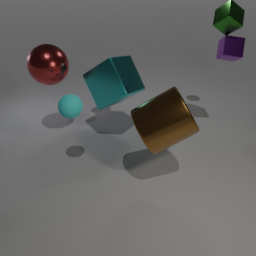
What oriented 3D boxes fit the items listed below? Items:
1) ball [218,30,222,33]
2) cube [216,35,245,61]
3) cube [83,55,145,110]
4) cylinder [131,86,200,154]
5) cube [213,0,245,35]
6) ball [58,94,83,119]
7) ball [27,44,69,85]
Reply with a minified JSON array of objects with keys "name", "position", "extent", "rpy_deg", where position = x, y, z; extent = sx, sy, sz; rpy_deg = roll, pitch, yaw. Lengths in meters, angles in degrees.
[{"name":"ball","position":[3.787,-4.042,10.846],"extent":[0.700,0.700,0.700],"rpy_deg":[0,29,0]},{"name":"cube","position":[3.648,-2.823,9.977],"extent":[0.700,0.700,0.700],"rpy_deg":[7,3,-3]},{"name":"cube","position":[-0.486,-1.660,10.165],"extent":[1.400,1.400,1.400],"rpy_deg":[-23,3,34]},{"name":"cylinder","position":[1.001,-0.199,7.634],"extent":[1.400,1.400,1.400],"rpy_deg":[-29,27,11]},{"name":"cube","position":[3.395,-3.706,9.442],"extent":[0.700,0.700,0.700],"rpy_deg":[24,-22,-26]},{"name":"ball","position":[-1.658,-0.621,8.049],"extent":[0.700,0.700,0.700],"rpy_deg":[0,29,0]},{"name":"ball","position":[-2.752,-2.181,9.678],"extent":[1.400,1.400,1.400],"rpy_deg":[0,29,0]}]
